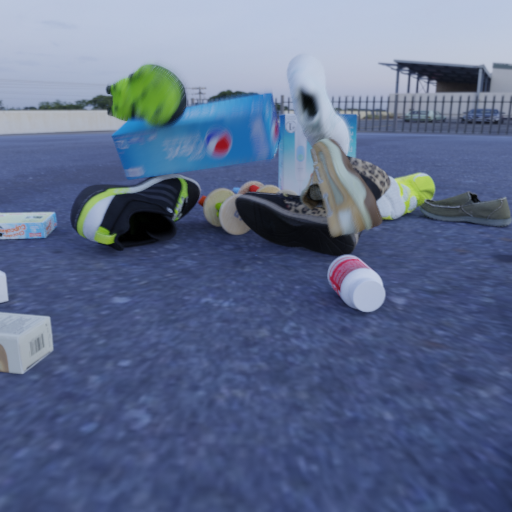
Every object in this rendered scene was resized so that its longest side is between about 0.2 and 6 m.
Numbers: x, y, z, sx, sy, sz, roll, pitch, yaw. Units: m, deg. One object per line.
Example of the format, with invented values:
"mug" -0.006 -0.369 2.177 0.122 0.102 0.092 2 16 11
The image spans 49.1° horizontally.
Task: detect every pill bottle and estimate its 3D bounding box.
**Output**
"pill bottle" 1.422 0.399 7.917 0.594 0.594 1.058 -2 15 -8

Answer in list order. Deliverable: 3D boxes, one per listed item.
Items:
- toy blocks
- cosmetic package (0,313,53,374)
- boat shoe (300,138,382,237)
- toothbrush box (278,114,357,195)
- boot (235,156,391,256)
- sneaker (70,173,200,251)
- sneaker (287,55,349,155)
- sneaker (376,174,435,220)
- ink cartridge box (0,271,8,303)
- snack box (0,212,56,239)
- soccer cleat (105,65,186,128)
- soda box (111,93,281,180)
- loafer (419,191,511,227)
"toy blocks" -0.406 -1.231 13.180 2.071 0.902 2.485 -8 17 -25
"cosmetic package" -3.006 0.939 6.266 1.240 0.441 0.652 4 16 13
"boat shoe" 1.228 -1.231 9.779 1.042 0.981 2.737 -26 30 6
"toothbrush box" 1.487 -2.279 13.971 1.807 2.468 1.053 0 14 -3
"boot" 1.153 -1.138 11.172 2.734 1.000 2.058 16 50 35
"sneaker" -2.129 -0.738 11.571 1.514 1.311 3.655 33 29 21
"sneaker" 1.219 -2.745 11.435 0.894 2.541 1.018 -13 46 23
"sneaker" 3.198 -1.414 14.126 2.788 1.056 1.465 -11 2 -37
"ink cartridge box" -4.147 0.487 7.900 1.017 0.429 0.743 -14 21 -41
"snack box" -5.443 -0.643 12.029 2.004 0.372 1.164 -2 16 -7
"soccer cleat" -1.763 -2.867 10.163 1.238 1.031 3.055 -6 16 -30
"soda box" -1.210 -2.477 11.706 3.287 1.055 1.115 -5 31 15
"loafer" 4.965 -1.191 13.304 2.119 0.738 0.797 10 18 32
